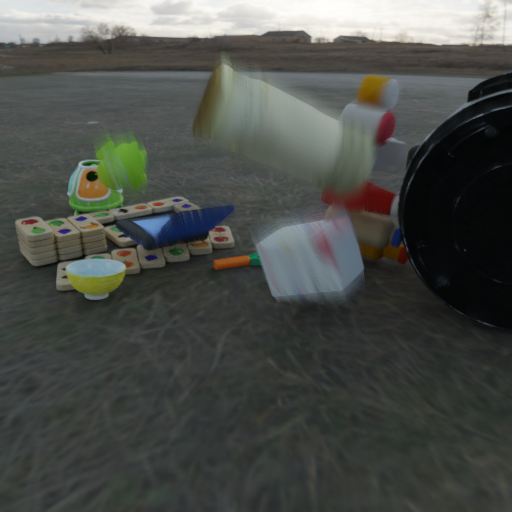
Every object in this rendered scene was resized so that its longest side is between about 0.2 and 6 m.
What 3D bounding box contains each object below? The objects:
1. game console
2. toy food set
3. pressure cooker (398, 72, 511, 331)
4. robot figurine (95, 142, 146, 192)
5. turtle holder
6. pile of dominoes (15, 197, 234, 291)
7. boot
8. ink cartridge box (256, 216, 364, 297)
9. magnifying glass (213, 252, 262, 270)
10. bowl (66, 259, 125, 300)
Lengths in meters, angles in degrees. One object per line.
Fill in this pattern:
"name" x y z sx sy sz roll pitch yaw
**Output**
"game console" -1.440 -0.707 10.032 1.366 0.947 1.601 31 24 27
"toy food set" 2.072 -1.275 9.325 1.407 3.127 1.492 21 26 24
"pressure cooker" 4.153 -1.038 8.657 3.408 3.461 3.875 49 35 3
"robot figurine" -2.059 -1.363 8.554 0.513 0.778 0.887 -26 22 51
"turtle holder" -3.593 -1.592 12.749 1.223 1.143 1.610 5 24 14
"pile of dominoes" -2.486 -0.608 10.973 3.941 0.627 3.072 -16 30 -33
"boot" 0.318 -1.669 7.484 2.198 1.024 2.842 21 15 -9
"ink cartridge box" 0.788 0.010 8.201 1.195 0.868 0.864 -8 16 35
"magnifying glass" 0.026 0.065 10.142 1.606 0.180 0.639 -6 24 -19
"bowl" -2.524 0.405 8.836 0.911 0.490 0.911 4 16 -1
